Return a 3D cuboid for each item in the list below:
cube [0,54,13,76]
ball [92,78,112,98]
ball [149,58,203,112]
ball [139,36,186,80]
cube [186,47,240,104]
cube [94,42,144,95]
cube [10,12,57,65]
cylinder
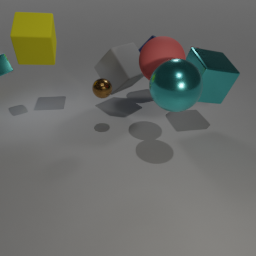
[{"bbox_3d":[-4.983,-2.436,10.912,0.700,0.700,0.700,-29,24,-15],"label":"cube"},{"bbox_3d":[-0.901,-1.385,9.805,0.700,0.700,0.700,0,30,0],"label":"ball"},{"bbox_3d":[1.261,-1.119,7.398,1.400,1.400,1.400,0,30,0],"label":"ball"},{"bbox_3d":[1.028,-2.039,8.465,1.400,1.400,1.400,0,30,0],"label":"ball"},{"bbox_3d":[2.845,-1.878,10.162,1.400,1.400,1.400,3,44,-20],"label":"cube"},{"bbox_3d":[-0.244,-2.438,11.511,1.400,1.400,1.400,-30,-2,-42],"label":"cube"},{"bbox_3d":[-3.547,-3.404,10.732,1.400,1.400,1.400,-1,57,-8],"label":"cube"},{"bbox_3d":[1.084,-3.148,12.570,1.400,1.400,1.400,37,27,-23],"label":"cylinder"}]
